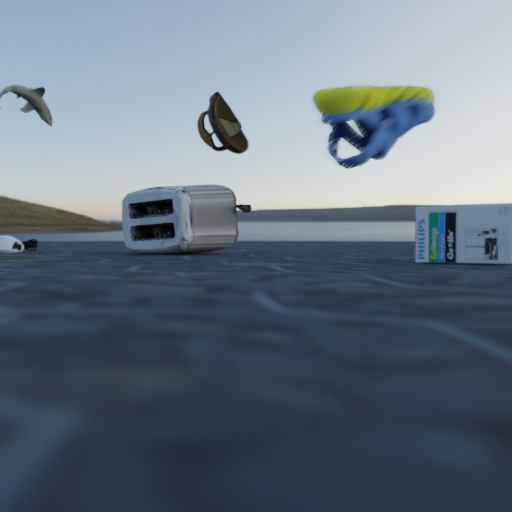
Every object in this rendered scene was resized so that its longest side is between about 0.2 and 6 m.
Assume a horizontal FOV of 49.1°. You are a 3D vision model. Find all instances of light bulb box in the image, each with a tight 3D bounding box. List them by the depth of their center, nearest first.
[{"bbox_3d":[2.813,-0.273,7.259,1.181,0.737,1.171,1,2,35],"label":"light bulb box"}]

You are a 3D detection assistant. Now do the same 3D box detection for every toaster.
[{"bbox_3d":[-1.472,-0.695,10.912,2.435,1.383,1.573,0,5,36],"label":"toaster"}]

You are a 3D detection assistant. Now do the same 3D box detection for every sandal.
[{"bbox_3d":[1.645,-1.803,7.673,2.365,1.030,0.940,-17,18,-40],"label":"sandal"},{"bbox_3d":[-0.860,-2.847,12.175,0.849,1.271,3.110,-31,26,8],"label":"sandal"}]

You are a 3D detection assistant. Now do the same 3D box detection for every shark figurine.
[{"bbox_3d":[-3.706,-2.634,9.117,0.482,0.690,1.155,-18,-13,21],"label":"shark figurine"}]

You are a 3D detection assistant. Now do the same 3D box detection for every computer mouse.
[{"bbox_3d":[-5.597,-0.270,12.729,0.928,0.371,1.693,1,2,-11],"label":"computer mouse"}]
